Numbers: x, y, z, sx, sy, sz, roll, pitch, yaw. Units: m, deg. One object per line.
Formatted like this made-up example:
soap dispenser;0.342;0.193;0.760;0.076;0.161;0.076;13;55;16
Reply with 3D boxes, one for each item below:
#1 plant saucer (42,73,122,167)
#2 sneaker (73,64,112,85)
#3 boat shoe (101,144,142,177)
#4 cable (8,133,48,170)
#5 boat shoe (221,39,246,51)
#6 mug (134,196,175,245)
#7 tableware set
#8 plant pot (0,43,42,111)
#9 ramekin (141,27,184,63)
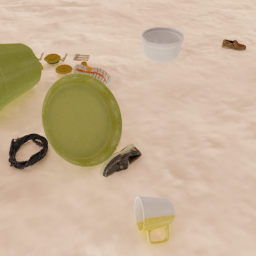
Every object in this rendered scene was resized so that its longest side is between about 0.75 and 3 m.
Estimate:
plant saucer;-1.317;-0.218;8.180;0.422;2.719;2.719;-12;25;48
sneaker;-1.337;-2.091;10.971;1.581;0.619;0.611;23;5;6
boat shoe;-0.153;0.958;7.975;0.484;0.527;1.474;31;43;26
cable;-3.001;0.724;8.458;1.149;0.358;1.409;-3;40;-11
boat shoe;5.213;-4.083;13.711;1.175;0.399;0.423;9;43;10
mug;0.652;2.114;6.692;0.843;1.027;0.822;-2;9;-15
tableware set;-2.870;-2.720;12.282;2.369;0.364;1.596;4;45;3
plant pot;-4.622;-1.923;9.933;2.802;2.802;2.661;19;34;20
ramekin;1.562;-3.830;12.975;1.927;1.012;1.927;0;42;0
